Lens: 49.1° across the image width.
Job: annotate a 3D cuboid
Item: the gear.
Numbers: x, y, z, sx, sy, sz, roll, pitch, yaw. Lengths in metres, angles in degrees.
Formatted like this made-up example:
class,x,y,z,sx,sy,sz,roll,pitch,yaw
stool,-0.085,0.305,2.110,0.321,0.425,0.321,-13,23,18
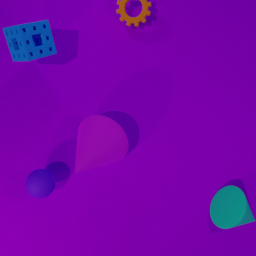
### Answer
class,x,y,z,sx,sy,sz,roll,pitch,yaw
gear,0.183,-3.724,8.699,1.072,0.198,1.072,3,106,9

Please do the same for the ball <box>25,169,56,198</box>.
class,x,y,z,sx,sy,sz,roll,pitch,yaw
ball,-2.451,1.558,7.865,0.815,0.815,0.815,0,81,0

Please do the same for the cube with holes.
class,x,y,z,sx,sy,sz,roll,pitch,yaw
cube with holes,-2.762,-2.455,7.913,0.924,0.924,0.924,-30,119,-39

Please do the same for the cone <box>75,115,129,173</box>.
class,x,y,z,sx,sy,sz,roll,pitch,yaw
cone,-1.008,0.711,7.468,1.597,1.603,1.597,11,122,18

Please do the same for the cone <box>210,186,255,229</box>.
class,x,y,z,sx,sy,sz,roll,pitch,yaw
cone,3.262,2.471,8.066,1.234,1.230,1.230,29,82,-22
